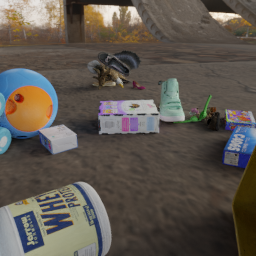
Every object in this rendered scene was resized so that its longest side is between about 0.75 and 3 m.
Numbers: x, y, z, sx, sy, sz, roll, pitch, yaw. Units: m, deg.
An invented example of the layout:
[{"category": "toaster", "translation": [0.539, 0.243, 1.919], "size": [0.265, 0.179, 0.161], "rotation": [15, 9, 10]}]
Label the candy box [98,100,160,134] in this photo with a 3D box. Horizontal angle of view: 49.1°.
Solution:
[{"category": "candy box", "translation": [0.003, -0.433, 10.051], "size": [2.056, 0.736, 1.725], "rotation": [-1, 21, -2]}]

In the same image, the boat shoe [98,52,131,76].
[{"category": "boat shoe", "translation": [-0.501, -2.453, 10.611], "size": [1.440, 0.481, 0.410], "rotation": [31, 4, -6]}]

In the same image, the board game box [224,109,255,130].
[{"category": "board game box", "translation": [4.054, -0.282, 10.226], "size": [0.956, 0.318, 1.421], "rotation": [6, 22, 15]}]

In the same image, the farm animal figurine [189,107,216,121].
[{"category": "farm animal figurine", "translation": [2.849, -0.525, 10.759], "size": [0.983, 0.494, 0.794], "rotation": [-3, 1, 2]}]

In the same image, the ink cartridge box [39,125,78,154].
[{"category": "ink cartridge box", "translation": [-2.173, 0.291, 8.555], "size": [0.836, 0.468, 1.225], "rotation": [-15, 27, -32]}]

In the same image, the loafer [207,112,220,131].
[{"category": "loafer", "translation": [3.064, -0.282, 10.069], "size": [0.434, 0.444, 1.217], "rotation": [6, 22, 14]}]

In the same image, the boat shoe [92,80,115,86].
[{"category": "boat shoe", "translation": [-1.393, -2.667, 16.197], "size": [1.331, 0.461, 0.491], "rotation": [-2, 21, -4]}]

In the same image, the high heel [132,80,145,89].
[{"category": "high heel", "translation": [0.596, -2.393, 15.543], "size": [0.882, 0.424, 0.297], "rotation": [15, 26, 33]}]

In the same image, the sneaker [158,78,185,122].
[{"category": "sneaker", "translation": [1.640, -1.145, 10.893], "size": [0.899, 1.440, 2.442], "rotation": [-1, 21, -3]}]

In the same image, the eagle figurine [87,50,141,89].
[{"category": "eagle figurine", "translation": [-0.748, -3.146, 15.886], "size": [2.054, 2.043, 2.707], "rotation": [3, 30, 37]}]

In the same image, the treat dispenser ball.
[{"category": "treat dispenser ball", "translation": [-3.360, -0.767, 8.898], "size": [2.200, 2.200, 2.200], "rotation": [0, 21, 0]}]

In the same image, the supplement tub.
[{"category": "supplement tub", "translation": [-1.243, 1.604, 4.105], "size": [1.706, 1.237, 1.237], "rotation": [-14, 25, -32]}]

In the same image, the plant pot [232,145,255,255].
[{"category": "plant pot", "translation": [3.174, 1.106, 3.782], "size": [2.433, 2.758, 2.758], "rotation": [15, 24, 8]}]

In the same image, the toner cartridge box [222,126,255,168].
[{"category": "toner cartridge box", "translation": [3.394, 0.515, 8.020], "size": [0.960, 0.436, 2.021], "rotation": [11, 24, 26]}]

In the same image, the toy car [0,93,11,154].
[{"category": "toy car", "translation": [-4.821, 0.107, 7.003], "size": [2.409, 2.311, 2.613], "rotation": [15, 36, 9]}]

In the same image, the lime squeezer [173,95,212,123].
[{"category": "lime squeezer", "translation": [2.528, -0.481, 10.396], "size": [1.698, 0.600, 0.320], "rotation": [-36, 31, 4]}]
